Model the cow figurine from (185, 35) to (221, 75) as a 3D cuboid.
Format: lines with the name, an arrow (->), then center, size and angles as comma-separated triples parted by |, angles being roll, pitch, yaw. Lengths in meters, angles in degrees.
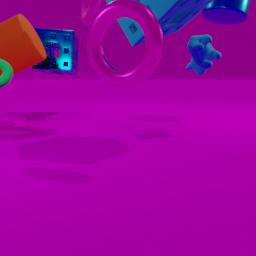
cow figurine -> 1.630, -1.682, 6.448 | 0.572, 1.043, 1.026 | -44, 31, -5

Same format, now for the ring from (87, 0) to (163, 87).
ring -> -0.066, -1.076, 3.618 | 1.096, 1.096, 0.219 | 6, 15, 28

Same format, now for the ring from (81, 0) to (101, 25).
ring -> -1.092, -3.806, 8.372 | 0.281, 1.406, 1.406 | 10, 6, -25

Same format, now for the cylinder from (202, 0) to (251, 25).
cylinder -> 3.014, -3.992, 8.410 | 1.333, 1.333, 1.333 | 11, 4, -1

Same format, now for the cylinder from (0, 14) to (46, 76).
cylinder -> -3.134, -2.193, 7.622 | 1.300, 1.300, 1.300 | -26, 10, 3

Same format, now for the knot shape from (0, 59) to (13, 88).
knot shape -> -2.795, -1.192, 5.196 | 1.156, 0.534, 1.082 | 23, 9, -38

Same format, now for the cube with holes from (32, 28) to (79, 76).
cube with holes -> -2.458, -2.580, 9.697 | 1.304, 1.304, 1.304 | 3, 4, -3

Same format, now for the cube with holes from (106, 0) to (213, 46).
cube with holes -> 0.559, -2.496, 4.833 | 1.353, 1.353, 1.353 | -30, 0, -36
